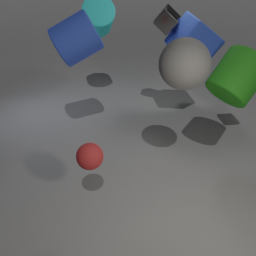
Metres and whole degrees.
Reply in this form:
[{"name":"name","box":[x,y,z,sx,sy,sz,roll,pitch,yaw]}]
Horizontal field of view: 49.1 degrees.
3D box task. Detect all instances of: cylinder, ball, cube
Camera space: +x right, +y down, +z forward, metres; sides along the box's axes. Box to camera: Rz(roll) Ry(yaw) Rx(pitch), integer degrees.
[{"name":"cylinder","box":[-1.740,-3.006,9.442,1.400,1.400,1.400,-30,35,2]},{"name":"ball","box":[1.528,-1.727,7.572,1.400,1.400,1.400,0,32,0]},{"name":"cylinder","box":[3.343,-1.558,8.584,1.400,1.400,1.400,36,91,43]},{"name":"cube","box":[1.466,-4.066,10.516,0.700,0.700,0.700,39,40,-14]},{"name":"ball","box":[-0.977,0.725,7.156,0.700,0.700,0.700,0,32,0]},{"name":"cylinder","box":[-1.333,-4.835,12.208,1.400,1.400,1.400,-7,0,-11]},{"name":"cube","box":[2.481,-3.295,10.654,1.400,1.400,1.400,26,27,-28]}]
